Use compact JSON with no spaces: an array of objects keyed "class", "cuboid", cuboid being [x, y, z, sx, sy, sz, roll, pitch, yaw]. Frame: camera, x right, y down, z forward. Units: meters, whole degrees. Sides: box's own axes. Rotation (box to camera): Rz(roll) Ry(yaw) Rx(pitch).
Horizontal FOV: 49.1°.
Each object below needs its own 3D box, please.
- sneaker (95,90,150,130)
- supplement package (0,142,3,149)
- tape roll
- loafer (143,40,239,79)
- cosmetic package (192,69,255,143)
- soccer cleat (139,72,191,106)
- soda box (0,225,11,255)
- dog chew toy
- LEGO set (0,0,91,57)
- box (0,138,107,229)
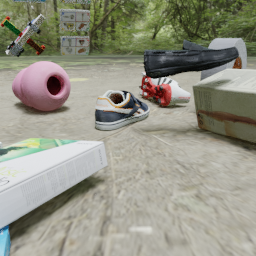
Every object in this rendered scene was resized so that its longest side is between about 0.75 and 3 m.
[{"class":"sneaker","cuboid":[-0.064,-0.646,8.017,0.919,0.930,2.343,8,18,29]},{"class":"supplement package","cuboid":[-2.716,0.499,5.097,0.751,0.441,0.439,-15,23,-39]},{"class":"tape roll","cuboid":[3.105,-1.684,8.984,0.755,2.284,2.284,13,22,34]},{"class":"loafer","cuboid":[1.400,-1.643,6.364,2.135,0.749,0.725,-8,3,8]},{"class":"cosmetic package","cuboid":[3.044,-0.512,6.326,1.482,1.251,2.867,-25,24,-25]},{"class":"soccer cleat","cuboid":[1.316,-1.508,10.815,1.277,1.028,2.997,4,19,-18]},{"class":"soda box","cuboid":[-1.345,1.320,2.783,0.263,0.248,0.774,-5,17,-16]},{"class":"dog chew toy","cuboid":[-3.096,-1.396,9.545,1.593,1.593,2.558,-16,15,-42]},{"class":"LEGO set","cuboid":[-1.936,-2.410,6.155,2.204,1.647,0.541,-10,37,-25]},{"class":"box","cuboid":[-1.784,0.707,3.972,1.861,0.469,2.579,1,13,33]}]
